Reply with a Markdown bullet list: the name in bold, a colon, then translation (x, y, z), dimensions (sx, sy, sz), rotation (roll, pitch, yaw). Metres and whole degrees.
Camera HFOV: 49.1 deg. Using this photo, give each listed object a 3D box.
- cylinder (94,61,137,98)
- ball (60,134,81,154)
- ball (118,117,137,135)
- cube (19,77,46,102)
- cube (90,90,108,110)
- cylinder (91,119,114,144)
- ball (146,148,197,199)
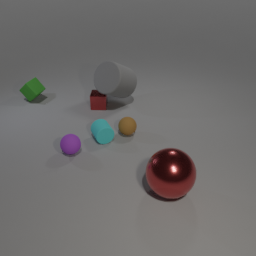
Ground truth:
- **cylinder**: translation (-0.534, -2.068, 12.131), dimensions (1.400, 1.400, 1.400), rotation (20, 9, 30)
- **ball**: translation (-1.953, 0.547, 9.527), dimensions (0.700, 0.700, 0.700), rotation (0, 32, 0)
- **ball**: translation (-0.020, -0.077, 10.590), dimensions (0.700, 0.700, 0.700), rotation (0, 32, 0)
- **cube**: translation (-4.408, -1.782, 12.945), dimensions (0.700, 0.700, 0.700), rotation (-29, 16, 39)
- **cube**: translation (-1.306, -1.265, 12.596), dimensions (0.700, 0.700, 0.700), rotation (1, 32, 1)
- **cylinder**: translation (-0.944, 0.125, 10.327), dimensions (0.700, 0.700, 0.700), rotation (-13, 34, -20)
- **ball**: translation (1.190, 1.251, 7.803), dimensions (1.400, 1.400, 1.400), rotation (0, 32, 0)
